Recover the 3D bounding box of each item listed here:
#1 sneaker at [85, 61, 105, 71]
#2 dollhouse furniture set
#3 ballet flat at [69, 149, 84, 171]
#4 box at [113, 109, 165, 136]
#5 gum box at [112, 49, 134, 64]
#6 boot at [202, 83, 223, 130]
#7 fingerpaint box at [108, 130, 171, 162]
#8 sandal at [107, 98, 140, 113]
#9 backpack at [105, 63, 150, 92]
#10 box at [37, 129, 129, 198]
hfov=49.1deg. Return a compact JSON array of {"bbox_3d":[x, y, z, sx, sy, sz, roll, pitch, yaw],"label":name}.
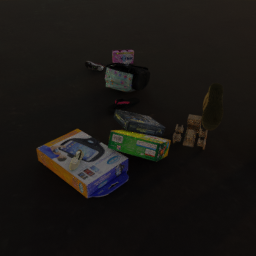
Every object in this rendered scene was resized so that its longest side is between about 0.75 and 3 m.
[{"bbox_3d":[-1.989,-3.830,17.190,1.221,0.462,0.705,23,33,15],"label":"sneaker"},{"bbox_3d":[2.419,0.238,10.693,1.160,0.821,1.262,11,55,17],"label":"dollhouse furniture set"},{"bbox_3d":[-1.600,0.954,8.641,0.298,0.298,0.858,6,33,10],"label":"ballet flat"},{"bbox_3d":[0.410,-0.195,10.523,1.610,0.411,1.270,9,17,-30],"label":"box"},{"bbox_3d":[-0.294,-4.558,17.931,1.385,0.786,0.458,-4,33,-6],"label":"gum box"},{"bbox_3d":[3.330,-0.704,11.215,0.704,1.865,2.130,14,-5,10],"label":"boot"},{"bbox_3d":[0.412,0.556,9.517,1.738,0.637,1.450,14,7,19],"label":"fingerpaint box"},{"bbox_3d":[-0.222,-1.183,12.963,1.883,0.424,0.707,-26,41,-35],"label":"sandal"},{"bbox_3d":[-0.162,-2.584,14.252,2.160,1.367,1.803,16,16,22],"label":"backpack"},{"bbox_3d":[-1.410,1.097,9.220,2.997,0.622,1.784,24,38,36],"label":"box"}]
